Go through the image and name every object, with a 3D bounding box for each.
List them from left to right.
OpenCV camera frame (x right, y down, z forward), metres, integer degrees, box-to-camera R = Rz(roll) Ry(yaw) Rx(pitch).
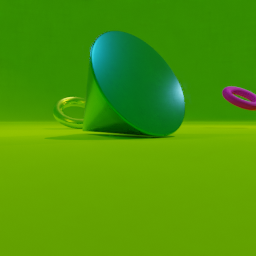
[{"bbox_3d":[-1.432,-0.445,7.900,1.342,0.268,1.342,10,37,-7],"label":"ring"},{"bbox_3d":[-0.290,-0.301,4.355,1.643,1.643,1.649,-1,-24,-42],"label":"cone"},{"bbox_3d":[3.619,-0.952,8.887,1.283,0.257,1.283,11,32,-7],"label":"ring"}]
